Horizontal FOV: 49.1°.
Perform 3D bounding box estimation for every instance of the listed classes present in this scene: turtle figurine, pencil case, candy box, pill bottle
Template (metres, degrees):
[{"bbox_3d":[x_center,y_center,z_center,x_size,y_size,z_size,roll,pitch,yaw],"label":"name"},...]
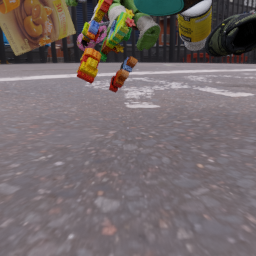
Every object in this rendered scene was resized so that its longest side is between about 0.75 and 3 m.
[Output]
[{"bbox_3d":[-0.572,-3.001,7.390,2.861,2.774,2.059,-31,-31,8],"label":"turtle figurine"},{"bbox_3d":[-1.502,-3.695,11.373,0.875,0.837,2.023,-38,16,-14],"label":"pencil case"},{"bbox_3d":[-1.579,-2.109,4.083,1.035,1.794,0.496,-25,37,-11],"label":"candy box"},{"bbox_3d":[2.400,-3.778,10.091,1.156,1.156,2.064,5,-23,18],"label":"pill bottle"}]

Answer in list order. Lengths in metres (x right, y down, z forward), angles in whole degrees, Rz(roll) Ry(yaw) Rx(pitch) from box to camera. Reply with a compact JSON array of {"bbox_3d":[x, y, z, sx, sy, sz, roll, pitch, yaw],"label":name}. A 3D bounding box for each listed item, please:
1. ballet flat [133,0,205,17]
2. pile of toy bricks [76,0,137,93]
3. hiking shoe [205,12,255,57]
[{"bbox_3d":[1.282,-2.983,5.845,0.966,0.966,2.644,-14,14,-40],"label":"ballet flat"},{"bbox_3d":[-0.210,-1.699,5.096,1.107,1.995,0.985,23,-33,-23],"label":"pile of toy bricks"},{"bbox_3d":[3.088,-2.666,8.000,1.499,1.128,2.979,-29,9,-26],"label":"hiking shoe"}]
